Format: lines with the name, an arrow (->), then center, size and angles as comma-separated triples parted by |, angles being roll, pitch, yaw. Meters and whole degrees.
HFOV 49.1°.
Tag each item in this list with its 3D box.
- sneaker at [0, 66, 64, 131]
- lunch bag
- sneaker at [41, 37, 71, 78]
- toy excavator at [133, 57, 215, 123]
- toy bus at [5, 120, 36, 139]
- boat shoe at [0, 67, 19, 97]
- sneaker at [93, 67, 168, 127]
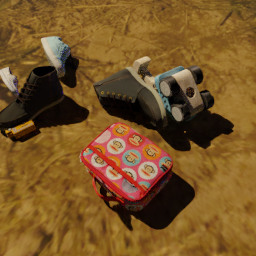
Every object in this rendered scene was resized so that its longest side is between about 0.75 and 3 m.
sneaker -> -3.235, -1.016, 8.849 | 0.929, 1.320, 2.485 | 36, 59, 26
lunch bag -> -0.132, 1.053, 7.461 | 2.232, 0.914, 1.966 | 35, 63, 26
sneaker -> -2.624, -2.859, 10.683 | 0.977, 0.881, 2.384 | -21, 54, -11
toy excavator -> 1.216, -1.358, 9.273 | 1.287, 2.576, 2.504 | -27, 96, -22
toy bus -> -3.309, 0.064, 8.642 | 0.827, 0.269, 0.324 | -30, 57, -23
boat shoe -> -2.427, -0.990, 5.832 | 0.264, 0.298, 0.809 | -34, 67, -11
sneaker -> 0.012, -0.776, 8.951 | 1.547, 1.089, 2.913 | -24, 45, -12
